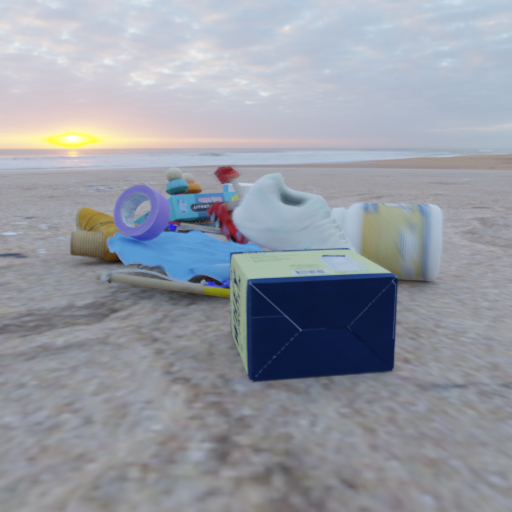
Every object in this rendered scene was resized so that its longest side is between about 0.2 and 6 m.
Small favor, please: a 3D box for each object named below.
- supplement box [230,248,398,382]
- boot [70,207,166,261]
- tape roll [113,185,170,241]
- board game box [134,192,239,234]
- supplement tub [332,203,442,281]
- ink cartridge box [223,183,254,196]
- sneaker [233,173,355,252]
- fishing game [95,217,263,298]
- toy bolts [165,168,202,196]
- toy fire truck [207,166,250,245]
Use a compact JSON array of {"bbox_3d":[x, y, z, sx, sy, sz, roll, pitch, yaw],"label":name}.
[{"bbox_3d":[0.538,0.559,6.173,1.522,1.022,1.520,-2,12,-9],"label":"supplement box"},{"bbox_3d":[-2.820,-0.407,11.675,1.856,0.912,2.592,2,15,-15],"label":"boot"},{"bbox_3d":[-1.846,-0.692,9.040,0.862,0.862,0.366,5,-10,24],"label":"tape roll"},{"bbox_3d":[-1.545,-0.842,12.485,1.690,0.525,2.239,-8,-6,-35],"label":"board game box"},{"bbox_3d":[2.168,-0.250,9.462,1.758,1.272,1.272,3,12,13],"label":"supplement tub"},{"bbox_3d":[-0.356,-2.059,19.419,1.365,0.855,0.878,9,15,37],"label":"ink cartridge box"},{"bbox_3d":[0.874,-0.266,8.355,2.531,1.014,0.890,34,33,4],"label":"sneaker"},{"bbox_3d":[-0.956,0.088,9.379,3.005,0.652,4.197,8,13,-8],"label":"fishing game"},{"bbox_3d":[-1.949,-1.483,13.129,1.331,0.967,1.394,-12,-4,-3],"label":"toy bolts"},{"bbox_3d":[-0.448,-0.919,10.708,0.336,0.973,1.379,-18,65,-52],"label":"toy fire truck"}]
